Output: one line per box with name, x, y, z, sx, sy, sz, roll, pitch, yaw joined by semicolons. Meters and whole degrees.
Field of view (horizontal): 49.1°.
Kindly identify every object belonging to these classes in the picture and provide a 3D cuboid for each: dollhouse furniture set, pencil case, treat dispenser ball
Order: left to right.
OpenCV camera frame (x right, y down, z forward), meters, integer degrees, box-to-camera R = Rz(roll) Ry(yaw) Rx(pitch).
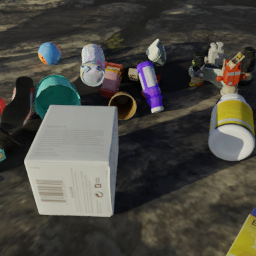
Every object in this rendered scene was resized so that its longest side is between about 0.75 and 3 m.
treat dispenser ball;-4.381;-4.153;15.680;1.223;1.223;1.223;0;38;0
pencil case;-1.844;-3.330;14.573;1.304;1.195;2.874;25;31;-22
dollhouse furniture set;0.101;-1.990;12.586;2.572;1.046;1.384;10;81;5

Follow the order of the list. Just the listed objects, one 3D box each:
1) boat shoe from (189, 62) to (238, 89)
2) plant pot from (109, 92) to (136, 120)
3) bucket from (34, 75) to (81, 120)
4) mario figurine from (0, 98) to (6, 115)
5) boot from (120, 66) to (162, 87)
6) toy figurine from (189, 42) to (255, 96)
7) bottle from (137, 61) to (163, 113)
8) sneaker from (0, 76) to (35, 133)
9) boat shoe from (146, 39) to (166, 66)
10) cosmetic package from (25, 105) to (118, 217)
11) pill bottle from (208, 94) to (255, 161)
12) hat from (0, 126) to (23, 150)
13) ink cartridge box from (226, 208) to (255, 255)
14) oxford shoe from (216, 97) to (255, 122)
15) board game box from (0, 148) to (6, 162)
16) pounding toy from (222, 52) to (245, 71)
boat shoe;4.352;-2.715;13.987;2.694;1.019;0.813;32;54;33
plant pot;-0.231;-1.093;11.971;1.128;1.128;1.210;0;24;0
bucket;-2.948;-1.222;11.517;1.847;1.847;1.201;-13;36;-17
mario figurine;-6.027;-0.824;11.591;1.868;0.990;1.153;-32;47;-32
boot;0.477;-2.421;13.776;2.091;0.787;1.563;-15;40;-19
toy figurine;4.572;-2.798;13.555;2.665;1.883;2.707;23;45;35
bottle;0.989;-1.735;12.048;0.704;2.156;0.900;-17;-8;12
sneaker;-4.175;-0.586;10.974;0.935;1.500;2.800;4;50;-9
boat shoe;1.734;-4.415;16.524;0.882;1.040;2.856;38;26;-19
cosmetic package;-1.444;0.890;8.379;2.173;2.186;2.613;1;38;1
pill bottle;3.813;-0.167;10.313;1.494;1.494;2.668;11;39;14
hat;-4.458;0.418;10.006;1.480;1.480;0.597;29;79;32
ink cartridge box;3.867;3.166;6.826;2.326;0.553;2.353;26;47;30
oxford shoe;4.717;-0.801;11.641;2.096;0.885;0.762;13;38;14
board game box;-5.391;0.898;9.729;1.754;0.412;1.324;24;39;28
pounding toy;3.749;-2.444;10.147;0.842;0.482;0.483;-44;81;3
